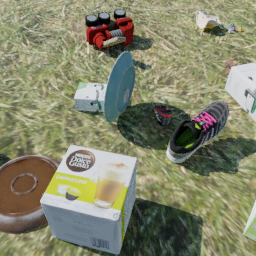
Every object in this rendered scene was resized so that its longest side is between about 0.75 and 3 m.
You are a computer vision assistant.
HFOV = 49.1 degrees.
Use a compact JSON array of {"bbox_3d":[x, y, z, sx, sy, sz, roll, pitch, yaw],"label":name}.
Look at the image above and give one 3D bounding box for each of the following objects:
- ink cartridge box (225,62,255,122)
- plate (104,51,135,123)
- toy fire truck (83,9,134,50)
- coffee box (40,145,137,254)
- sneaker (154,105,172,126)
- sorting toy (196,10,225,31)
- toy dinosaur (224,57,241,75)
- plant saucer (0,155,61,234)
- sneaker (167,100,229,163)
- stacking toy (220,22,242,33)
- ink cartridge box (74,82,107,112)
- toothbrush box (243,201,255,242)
[{"bbox_3d":[4.735,-1.122,9.296,1.788,1.032,2.448,-13,46,-13],"label":"ink cartridge box"},{"bbox_3d":[-0.159,-1.188,8.499,0.285,2.227,2.227,16,47,14],"label":"plate"},{"bbox_3d":[-0.567,-4.051,12.125,2.138,1.563,2.429,-20,59,-20],"label":"toy fire truck"},{"bbox_3d":[-0.734,1.546,6.176,1.577,1.580,1.562,11,45,11],"label":"coffee box"},{"bbox_3d":[1.077,-0.390,8.901,0.431,0.596,1.220,1,17,-9],"label":"sneaker"},{"bbox_3d":[4.106,-5.263,13.815,1.161,0.689,1.290,-6,45,-12],"label":"sorting toy"},{"bbox_3d":[4.086,-2.561,11.241,0.662,0.419,0.977,-7,39,2],"label":"toy dinosaur"},{"bbox_3d":[-2.595,1.502,7.118,2.306,0.370,2.306,0,45,0],"label":"plant saucer"},{"bbox_3d":[1.935,0.024,7.639,2.249,0.984,0.830,-42,69,-3],"label":"sneaker"},{"bbox_3d":[5.084,-4.956,13.827,0.673,0.210,0.893,-14,44,-16],"label":"stacking toy"},{"bbox_3d":[-1.069,-1.054,9.570,1.313,0.554,0.959,3,45,3],"label":"ink cartridge box"},{"bbox_3d":[3.869,2.096,6.102,2.093,0.901,1.524,24,49,24],"label":"toothbrush box"}]
